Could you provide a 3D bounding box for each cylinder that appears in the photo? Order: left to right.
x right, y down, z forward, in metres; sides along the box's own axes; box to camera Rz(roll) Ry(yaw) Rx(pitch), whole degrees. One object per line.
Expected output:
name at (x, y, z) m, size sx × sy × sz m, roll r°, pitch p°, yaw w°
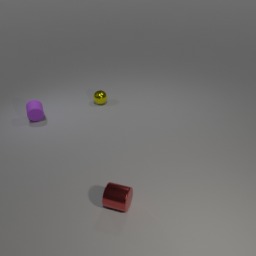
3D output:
cylinder at (-4.121, -0.774, 12.399) m, size 0.700 × 0.700 × 0.700 m, roll -10°, pitch 43°, yaw -17°
cylinder at (-0.288, 1.966, 8.024) m, size 0.700 × 0.700 × 0.700 m, roll 10°, pitch 32°, yaw 16°

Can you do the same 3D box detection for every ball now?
ball at (-1.373, -1.520, 13.862) m, size 0.700 × 0.700 × 0.700 m, roll 0°, pitch 31°, yaw 0°
